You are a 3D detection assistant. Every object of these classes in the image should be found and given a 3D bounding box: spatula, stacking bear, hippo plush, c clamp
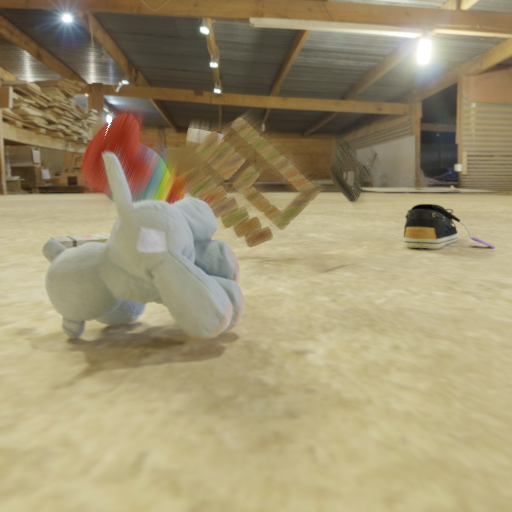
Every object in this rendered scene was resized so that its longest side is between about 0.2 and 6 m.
[{"bbox_3d":[4.800,-0.680,13.012,1.709,0.176,0.483,43,22,16],"label":"spatula"},{"bbox_3d":[-1.767,-1.170,8.840,1.080,1.153,1.899,-30,-22,8],"label":"stacking bear"},{"bbox_3d":[-1.241,0.319,5.709,1.696,1.680,2.109,-28,-15,16],"label":"hippo plush"},{"bbox_3d":[1.774,-1.636,10.393,0.186,1.174,1.374,11,-9,37],"label":"c clamp"}]

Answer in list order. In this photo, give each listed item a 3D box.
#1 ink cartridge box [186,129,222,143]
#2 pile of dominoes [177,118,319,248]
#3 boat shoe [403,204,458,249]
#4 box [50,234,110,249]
[{"bbox_3d":[-1.347,-3.098,14.618,0.767,0.322,0.555,16,15,19],"label":"ink cartridge box"},{"bbox_3d":[-0.196,-1.385,11.080,2.371,1.848,0.377,42,6,-7],"label":"pile of dominoes"},{"bbox_3d":[4.256,-0.784,13.629,1.161,0.969,3.112,2,7,26],"label":"boat shoe"},{"bbox_3d":[-3.878,-0.295,12.647,1.323,0.272,1.032,-3,9,-27],"label":"box"}]
